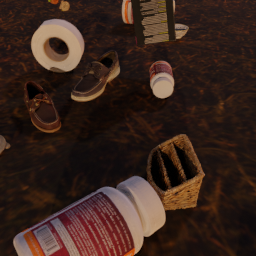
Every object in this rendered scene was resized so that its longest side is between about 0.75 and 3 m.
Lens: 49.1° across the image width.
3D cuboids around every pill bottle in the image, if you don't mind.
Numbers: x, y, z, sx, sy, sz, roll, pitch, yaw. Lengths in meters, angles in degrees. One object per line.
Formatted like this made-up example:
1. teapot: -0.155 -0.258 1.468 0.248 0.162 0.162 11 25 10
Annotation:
1. pill bottle: 1.166 -1.683 9.714 0.805 0.805 1.410 1 37 1
2. pill bottle: 1.117 -6.322 15.121 2.623 1.497 1.497 11 39 14
3. pill bottle: -0.570 1.820 4.788 2.348 1.286 1.286 -24 44 -28

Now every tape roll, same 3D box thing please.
1. tape roll: -2.652 -3.110 10.664 1.898 1.898 0.664 2 38 3

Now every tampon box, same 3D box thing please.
1. tampon box: 0.857 -4.176 9.654 1.382 2.189 1.640 -5 28 9

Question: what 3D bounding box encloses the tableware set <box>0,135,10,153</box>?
1. tableware set: -4.615 0.797 6.921 2.376 0.330 2.845 16 40 18

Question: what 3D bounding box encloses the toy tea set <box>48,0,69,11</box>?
1. toy tea set: -2.388 -4.373 9.136 1.175 0.699 0.435 12 24 -45

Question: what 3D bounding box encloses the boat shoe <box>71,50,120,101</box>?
1. boat shoe: -1.119 -1.922 9.917 1.026 0.924 2.852 17 41 20

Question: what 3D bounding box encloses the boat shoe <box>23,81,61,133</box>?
1. boat shoe: -2.686 -0.698 8.488 0.769 0.768 2.185 -20 43 -30

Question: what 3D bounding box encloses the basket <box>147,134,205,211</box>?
1. basket: 0.928 0.925 6.150 1.008 1.052 1.413 -3 39 -4

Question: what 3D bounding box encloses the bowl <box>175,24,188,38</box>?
1. bowl: 2.464 -4.778 13.963 1.045 0.490 1.045 0 37 0
